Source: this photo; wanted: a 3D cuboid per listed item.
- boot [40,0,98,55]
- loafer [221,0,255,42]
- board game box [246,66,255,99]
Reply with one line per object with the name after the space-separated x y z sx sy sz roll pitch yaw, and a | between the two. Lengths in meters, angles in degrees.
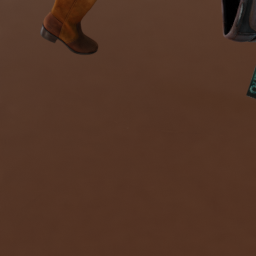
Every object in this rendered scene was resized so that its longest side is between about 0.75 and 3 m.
-0.756 -1.767 4.538 1.058 1.123 0.385 21 51 -26 | boot
1.980 -2.737 4.983 0.759 0.866 2.409 -8 91 -14 | loafer
2.667 -1.666 4.720 0.298 2.113 1.429 28 41 30 | board game box
